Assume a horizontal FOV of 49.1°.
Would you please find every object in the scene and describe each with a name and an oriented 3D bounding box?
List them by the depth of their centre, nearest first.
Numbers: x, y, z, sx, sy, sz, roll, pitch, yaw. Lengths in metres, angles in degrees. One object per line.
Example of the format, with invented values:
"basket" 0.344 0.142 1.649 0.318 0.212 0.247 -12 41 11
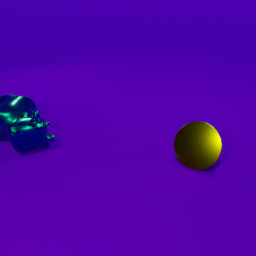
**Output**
"cone" 1.581 0.365 5.844 0.958 0.958 0.962 18 6 31
"cow figurine" -2.387 -0.177 6.383 1.714 0.956 1.742 -1 34 8
